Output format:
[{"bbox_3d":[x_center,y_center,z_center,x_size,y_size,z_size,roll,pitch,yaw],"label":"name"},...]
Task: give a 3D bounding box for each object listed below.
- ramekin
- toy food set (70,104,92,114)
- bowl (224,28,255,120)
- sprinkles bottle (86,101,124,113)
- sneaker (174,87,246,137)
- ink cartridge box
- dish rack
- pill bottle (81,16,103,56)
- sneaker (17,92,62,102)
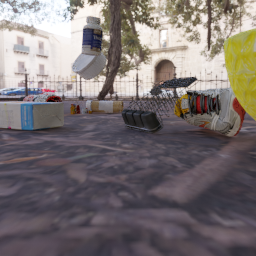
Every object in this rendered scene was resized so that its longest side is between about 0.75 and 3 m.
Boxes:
[{"bbox_3d":[-1.313,-2.226,9.683,1.208,1.208,0.589,7,-28,47],"label":"ramekin"},{"bbox_3d":[-2.226,-0.908,13.212,1.069,0.481,0.510,-3,7,-26],"label":"toy food set"},{"bbox_3d":[2.736,-0.378,3.645,2.966,1.596,2.966,1,8,0],"label":"bowl"},{"bbox_3d":[-1.148,-1.049,13.842,1.807,0.616,0.616,1,7,8],"label":"sprinkles bottle"},{"bbox_3d":[1.741,-0.383,6.247,1.067,1.011,2.598,11,-4,-8],"label":"sneaker"},{"bbox_3d":[-2.926,-0.380,7.733,2.029,0.688,1.168,3,7,28],"label":"ink cartridge box"},{"bbox_3d":[0.841,-0.673,7.083,1.937,0.528,1.486,-37,23,-20],"label":"dish rack"},{"bbox_3d":[-0.975,-2.500,7.659,0.546,0.984,0.546,5,8,-1],"label":"pill bottle"},{"bbox_3d":[-3.760,-1.197,13.601,1.616,1.007,3.016,3,11,17],"label":"sneaker"}]
